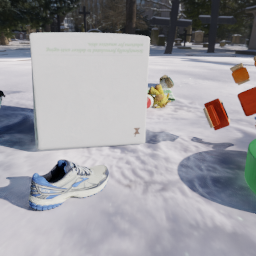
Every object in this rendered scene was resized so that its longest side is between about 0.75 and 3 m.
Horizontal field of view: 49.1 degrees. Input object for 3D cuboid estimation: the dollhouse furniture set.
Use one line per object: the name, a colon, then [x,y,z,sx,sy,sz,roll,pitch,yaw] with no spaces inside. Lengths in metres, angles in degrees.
dollhouse furniture set: [2.759,-0.570,6.444,1.841,1.861,0.959,-24,-5,25]

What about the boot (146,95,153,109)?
boot: [-0.195,-1.041,10.696,1.955,0.708,1.410,14,24,29]

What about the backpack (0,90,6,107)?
backpack: [-4.601,-0.874,9.371,0.748,0.896,0.567,21,19,5]

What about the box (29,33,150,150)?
box: [-1.044,-1.098,7.393,2.708,2.722,2.331,-2,20,-12]

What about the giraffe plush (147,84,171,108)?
giraffe plush: [1.243,-1.124,11.059,1.005,0.867,0.815,32,21,-18]

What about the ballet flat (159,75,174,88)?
ballet flat: [2.123,-2.552,15.763,0.646,0.698,1.980,-25,13,7]

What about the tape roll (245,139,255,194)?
tape roll: [3.505,0.800,4.909,2.674,0.643,2.674,-1,18,0]

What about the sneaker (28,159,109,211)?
sneaker: [-0.931,0.839,4.764,1.535,0.654,0.592,-16,24,-42]

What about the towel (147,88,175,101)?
towel: [1.286,-1.592,13.091,1.670,0.256,2.189,2,18,4]
